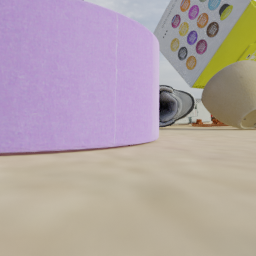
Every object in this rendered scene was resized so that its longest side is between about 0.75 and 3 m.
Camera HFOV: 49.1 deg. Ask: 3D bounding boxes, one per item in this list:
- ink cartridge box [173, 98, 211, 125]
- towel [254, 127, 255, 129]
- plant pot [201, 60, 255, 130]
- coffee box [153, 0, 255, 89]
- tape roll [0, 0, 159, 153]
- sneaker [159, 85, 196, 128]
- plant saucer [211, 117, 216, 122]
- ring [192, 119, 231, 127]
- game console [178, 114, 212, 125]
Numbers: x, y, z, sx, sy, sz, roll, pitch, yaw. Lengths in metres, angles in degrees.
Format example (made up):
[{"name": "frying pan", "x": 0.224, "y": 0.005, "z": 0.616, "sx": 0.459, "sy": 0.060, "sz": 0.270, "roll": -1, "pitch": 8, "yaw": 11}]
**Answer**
[{"name": "ink cartridge box", "x": 1.546, "y": -0.530, "z": 9.479, "sx": 2.008, "sy": 0.834, "sz": 1.472, "roll": -3, "pitch": 1, "yaw": -22}, {"name": "towel", "x": 3.070, "y": -0.047, "z": 6.052, "sx": 0.942, "sy": 0.162, "sz": 0.625, "roll": 0, "pitch": 3, "yaw": -18}, {"name": "plant pot", "x": 2.346, "y": -0.524, "z": 5.699, "sx": 1.400, "sy": 0.940, "sz": 1.400, "roll": -12, "pitch": -39, "yaw": -9}, {"name": "coffee box", "x": 2.875, "y": -2.958, "z": 8.594, "sx": 2.686, "sy": 2.656, "sz": 2.682, "roll": -1, "pitch": -43, "yaw": -34}, {"name": "tape roll", "x": -1.171, "y": -0.369, "z": 2.923, "sx": 2.978, "sy": 0.977, "sz": 2.978, "roll": 0, "pitch": 1, "yaw": 0}, {"name": "sneaker", "x": 0.915, "y": -0.503, "z": 6.960, "sx": 2.890, "sy": 1.091, "sz": 1.645, "roll": -8, "pitch": 6, "yaw": -30}, {"name": "plant saucer", "x": 4.135, "y": -0.279, "z": 11.022, "sx": 1.829, "sy": 0.335, "sz": 1.829, "roll": -1, "pitch": 1, "yaw": 0}, {"name": "ring", "x": 3.314, "y": -0.175, "z": 8.575, "sx": 2.675, "sy": 0.257, "sz": 2.675, "roll": -1, "pitch": 2, "yaw": 0}, {"name": "game console", "x": 2.606, "y": -0.607, "z": 11.786, "sx": 1.430, "sy": 0.849, "sz": 1.233, "roll": -2, "pitch": -24, "yaw": -37}]
